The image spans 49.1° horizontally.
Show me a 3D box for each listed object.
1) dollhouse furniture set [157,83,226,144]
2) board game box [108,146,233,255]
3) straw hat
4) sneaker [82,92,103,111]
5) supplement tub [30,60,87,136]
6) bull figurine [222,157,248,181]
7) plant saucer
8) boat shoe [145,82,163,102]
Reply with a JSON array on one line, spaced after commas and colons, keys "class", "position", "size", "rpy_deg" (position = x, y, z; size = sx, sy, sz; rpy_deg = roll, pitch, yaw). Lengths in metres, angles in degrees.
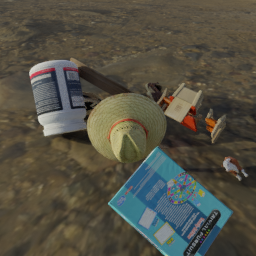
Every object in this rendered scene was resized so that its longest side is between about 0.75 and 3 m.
[{"class": "dollhouse furniture set", "position": [1.497, -0.322, 7.260], "size": [1.772, 1.753, 0.913], "rpy_deg": [30, 81, 26]}, {"class": "board game box", "position": [0.692, 1.325, 4.642], "size": [1.646, 0.386, 1.242], "rpy_deg": [41, 72, 5]}, {"class": "straw hat", "position": [0.018, 0.280, 5.938], "size": [1.896, 1.896, 0.802], "rpy_deg": [-2, 36, -3]}, {"class": "sneaker", "position": [-1.452, -0.721, 9.262], "size": [0.577, 0.883, 1.579], "rpy_deg": [48, 18, 22]}, {"class": "supplement tub", "position": [-1.909, -0.807, 7.810], "size": [1.331, 1.897, 1.331], "rpy_deg": [-11, 0, 0]}, {"class": "bull figurine", "position": [2.435, 0.903, 6.458], "size": [0.588, 0.316, 0.969], "rpy_deg": [49, 17, 8]}, {"class": "plant saucer", "position": [-0.654, -1.413, 9.207], "size": [2.876, 0.424, 2.876], "rpy_deg": [28, 6, -3]}, {"class": "boat shoe", "position": [0.976, -1.313, 9.919], "size": [0.576, 0.577, 1.599], "rpy_deg": [-27, 17, 14]}]
